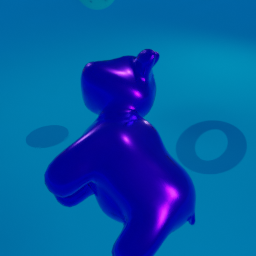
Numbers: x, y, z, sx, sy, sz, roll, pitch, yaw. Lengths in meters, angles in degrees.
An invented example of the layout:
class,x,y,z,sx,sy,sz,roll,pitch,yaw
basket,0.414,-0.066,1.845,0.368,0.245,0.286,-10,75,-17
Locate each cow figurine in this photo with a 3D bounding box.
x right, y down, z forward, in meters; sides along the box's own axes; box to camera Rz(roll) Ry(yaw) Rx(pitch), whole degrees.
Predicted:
class,x,y,z,sx,sy,sz,roll,pitch,yaw
cow figurine,0.041,0.102,1.818,1.183,0.650,1.164,41,68,14

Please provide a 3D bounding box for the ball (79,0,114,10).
class,x,y,z,sx,sy,sz,roll,pitch,yaw
ball,-0.671,-3.017,5.946,0.941,0.941,0.941,0,34,0
